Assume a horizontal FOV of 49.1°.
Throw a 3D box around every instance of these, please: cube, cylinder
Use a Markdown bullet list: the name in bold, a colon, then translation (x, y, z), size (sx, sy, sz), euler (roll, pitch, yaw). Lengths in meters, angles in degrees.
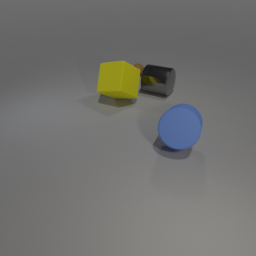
- **cube**: translation (-0.427, -2.217, 13.164), size (1.400, 1.400, 1.400), euler (4, -5, 36)
- **cylinder**: translation (1.551, -2.458, 14.317), size (1.400, 1.400, 1.400), euler (15, 34, 24)
- **cylinder**: translation (1.836, -0.088, 9.681), size (1.400, 1.400, 1.400), euler (9, 13, 15)

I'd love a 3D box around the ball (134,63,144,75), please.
- **ball**: translation (0.600, -3.489, 16.684), size (0.700, 0.700, 0.700), euler (0, 31, 0)
